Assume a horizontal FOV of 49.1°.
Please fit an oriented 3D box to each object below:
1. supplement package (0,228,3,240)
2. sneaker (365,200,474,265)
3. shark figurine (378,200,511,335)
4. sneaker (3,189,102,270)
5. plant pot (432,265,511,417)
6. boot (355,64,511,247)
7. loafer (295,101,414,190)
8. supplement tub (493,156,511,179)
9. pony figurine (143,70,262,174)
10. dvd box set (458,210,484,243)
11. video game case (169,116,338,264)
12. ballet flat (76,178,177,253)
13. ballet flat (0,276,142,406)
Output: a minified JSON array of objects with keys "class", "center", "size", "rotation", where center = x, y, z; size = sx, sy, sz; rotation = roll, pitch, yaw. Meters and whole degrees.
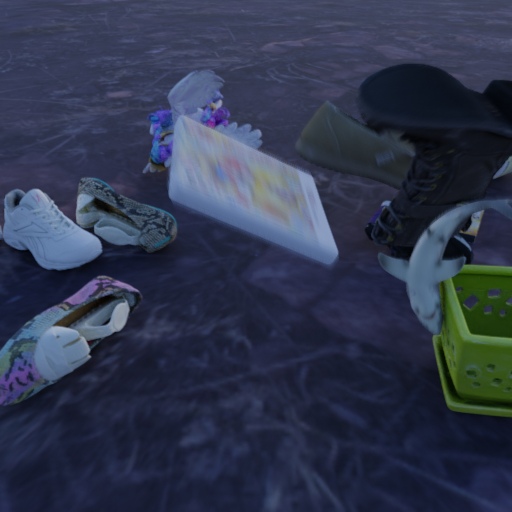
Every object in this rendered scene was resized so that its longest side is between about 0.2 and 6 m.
[{"class":"supplement package","center":[-5.609,-0.750,9.167],"size":[1.499,1.510,1.989],"rotation":[23,39,31]},{"class":"sneaker","center":[2.644,-0.170,9.284],"size":[1.801,0.682,0.789],"rotation":[32,70,32]},{"class":"shark figurine","center":[2.197,-0.097,6.547],"size":[1.060,1.774,0.740],"rotation":[36,11,25]},{"class":"sneaker","center":[-3.463,-0.505,9.182],"size":[2.198,1.092,0.856],"rotation":[18,36,26]},{"class":"plant pot","center":[2.848,1.046,6.522],"size":[1.439,1.312,1.446],"rotation":[4,32,5]},{"class":"boot","center":[2.215,-1.013,7.345],"size":[3.031,2.639,1.049],"rotation":[0,52,-23]},{"class":"loafer","center":[2.446,-1.886,10.026],"size":[3.404,1.148,1.294],"rotation":[11,24,-11]},{"class":"supplement tub","center":[4.942,-2.261,11.819],"size":[1.719,1.246,1.246],"rotation":[-20,38,-30]},{"class":"pony figurine","center":[-1.406,-2.992,12.672],"size":[2.556,2.205,2.648],"rotation":[-27,31,18]},{"class":"dvd box set","center":[3.663,-0.653,10.288],"size":[0.861,0.173,1.177],"rotation":[14,35,21]},{"class":"video game case","center":[-0.044,-0.683,5.454],"size":[1.637,0.187,1.490],"rotation":[21,31,-20]},{"class":"ballet flat","center":[-2.542,-0.704,9.825],"size":[2.519,0.854,0.948],"rotation":[25,48,28]},{"class":"ballet flat","center":[-2.267,0.977,7.077],"size":[0.851,0.827,2.393],"rotation":[1,27,26]}]
